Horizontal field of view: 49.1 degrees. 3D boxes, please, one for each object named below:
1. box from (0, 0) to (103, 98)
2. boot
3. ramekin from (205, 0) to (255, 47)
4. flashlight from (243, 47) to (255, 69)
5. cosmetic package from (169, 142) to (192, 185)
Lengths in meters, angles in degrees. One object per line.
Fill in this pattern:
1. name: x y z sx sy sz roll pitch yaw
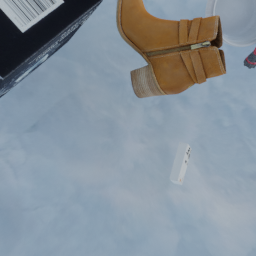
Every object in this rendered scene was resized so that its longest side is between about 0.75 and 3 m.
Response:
1. box: -2.333 -2.139 5.998 1.592 2.712 2.667 49 67 -17
2. boot: 0.802 -1.797 5.248 1.791 0.853 2.315 -12 92 33
3. ramekin: 2.461 -2.621 6.239 1.510 0.792 1.510 -2 112 -5
4. flashlight: 2.858 -1.721 6.152 0.299 0.881 0.298 -7 55 -13
5. cosmetic package: 1.353 0.909 7.150 0.255 0.415 1.006 8 70 32
